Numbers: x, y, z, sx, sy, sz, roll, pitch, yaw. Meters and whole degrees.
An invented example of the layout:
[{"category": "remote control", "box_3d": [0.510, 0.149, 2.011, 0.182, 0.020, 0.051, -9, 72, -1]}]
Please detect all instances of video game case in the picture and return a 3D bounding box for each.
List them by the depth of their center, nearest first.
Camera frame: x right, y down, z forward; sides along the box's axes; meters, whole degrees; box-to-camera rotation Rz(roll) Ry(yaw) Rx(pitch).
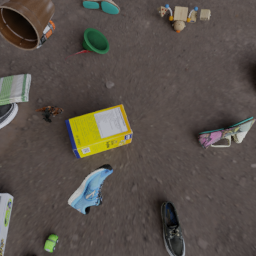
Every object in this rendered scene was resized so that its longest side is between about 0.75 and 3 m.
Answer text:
[{"category": "video game case", "box_3d": [-5.351, 3.417, 8.965, 2.797, 0.636, 2.536, 0, 62, 0]}]

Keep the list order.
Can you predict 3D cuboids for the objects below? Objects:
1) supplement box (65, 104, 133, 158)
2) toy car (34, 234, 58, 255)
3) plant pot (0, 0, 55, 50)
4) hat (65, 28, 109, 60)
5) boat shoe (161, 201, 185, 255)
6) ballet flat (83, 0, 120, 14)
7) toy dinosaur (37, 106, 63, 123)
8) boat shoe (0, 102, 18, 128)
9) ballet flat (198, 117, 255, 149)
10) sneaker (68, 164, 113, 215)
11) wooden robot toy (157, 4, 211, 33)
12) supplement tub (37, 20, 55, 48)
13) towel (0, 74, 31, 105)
[{"category": "supplement box", "box_3d": [-1.049, 0.147, 10.312, 2.169, 1.188, 1.181, -16, 71, -8]}, {"category": "toy car", "box_3d": [-2.600, 3.985, 8.868, 1.312, 0.293, 1.234, 15, 64, 8]}, {"category": "plant pot", "box_3d": [-3.157, -3.556, 8.867, 1.532, 1.532, 1.517, 17, 58, 9]}, {"category": "hat", "box_3d": [-1.883, -3.712, 12.986, 1.566, 1.379, 1.297, 16, 58, -37]}, {"category": "boat shoe", "box_3d": [1.432, 3.286, 9.105, 0.630, 0.520, 1.835, -9, 63, -4]}, {"category": "ballet flat", "box_3d": [-1.274, -6.270, 14.041, 2.025, 0.689, 0.681, 17, 60, 8]}, {"category": "toy dinosaur", "box_3d": [-3.165, -0.627, 11.274, 1.041, 0.532, 0.706, -9, 46, 16]}, {"category": "boat shoe", "box_3d": [-5.471, -0.344, 10.836, 2.473, 0.819, 0.865, -36, 68, -17]}, {"category": "ballet flat", "box_3d": [3.810, 0.275, 10.637, 2.277, 0.787, 0.810, -18, 82, -4]}, {"category": "sneaker", "box_3d": [-0.684, 1.313, 5.945, 0.605, 0.527, 1.345, 43, 114, 11]}, {"category": "wooden robot toy", "box_3d": [2.601, -5.157, 13.502, 2.538, 1.118, 1.152, 7, 98, 3]}, {"category": "supplement tub", "box_3d": [-4.051, -4.423, 12.975, 0.825, 0.825, 1.347, 27, 65, 13]}, {"category": "towel", "box_3d": [-5.251, -1.493, 11.569, 2.372, 0.364, 1.769, -11, 44, -3]}]
